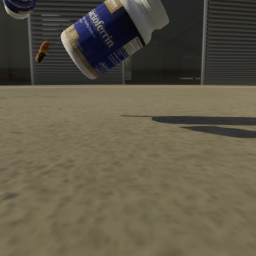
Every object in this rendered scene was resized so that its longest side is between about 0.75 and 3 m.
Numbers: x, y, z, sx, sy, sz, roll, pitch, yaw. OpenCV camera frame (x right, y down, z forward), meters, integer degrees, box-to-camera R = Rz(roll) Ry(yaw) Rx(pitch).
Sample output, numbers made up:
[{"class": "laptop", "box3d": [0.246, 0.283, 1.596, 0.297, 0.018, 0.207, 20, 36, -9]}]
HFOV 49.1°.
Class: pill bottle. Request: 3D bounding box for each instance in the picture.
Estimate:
[{"class": "pill bottle", "box3d": [-2.623, -3.259, 6.842, 0.781, 0.781, 1.350, -5, -3, -27]}, {"class": "pill bottle", "box3d": [-0.361, -2.910, 8.365, 2.923, 1.691, 1.691, -32, 6, 9]}]

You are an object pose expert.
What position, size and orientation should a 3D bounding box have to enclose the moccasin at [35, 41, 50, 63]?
[{"class": "moccasin", "box3d": [-2.818, -2.514, 9.281, 0.286, 0.782, 0.302, 23, 24, -46]}]
